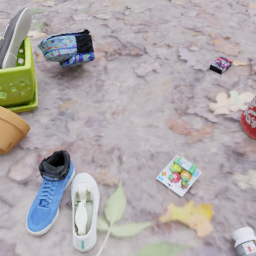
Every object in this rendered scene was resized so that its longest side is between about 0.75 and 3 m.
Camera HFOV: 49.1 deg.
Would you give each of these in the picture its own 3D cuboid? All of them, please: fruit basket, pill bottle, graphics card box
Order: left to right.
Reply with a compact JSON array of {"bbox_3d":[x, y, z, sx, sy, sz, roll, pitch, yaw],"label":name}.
[{"bbox_3d":[1.705,1.550,9.364,1.066,0.539,1.151,34,58,28],"label":"fruit basket"},{"bbox_3d":[4.659,-3.147,13.997,0.697,0.283,1.112,36,57,28],"label":"graphics card box"},{"bbox_3d":[3.316,3.371,7.508,0.714,0.714,1.226,-6,47,-6],"label":"pill bottle"}]

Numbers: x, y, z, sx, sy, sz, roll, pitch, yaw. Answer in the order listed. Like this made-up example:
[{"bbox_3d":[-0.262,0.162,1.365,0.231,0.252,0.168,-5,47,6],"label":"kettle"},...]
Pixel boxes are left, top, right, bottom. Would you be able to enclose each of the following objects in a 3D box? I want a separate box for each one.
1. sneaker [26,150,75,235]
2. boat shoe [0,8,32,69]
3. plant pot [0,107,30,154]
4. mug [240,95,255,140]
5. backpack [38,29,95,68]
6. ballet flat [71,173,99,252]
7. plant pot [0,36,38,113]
[{"bbox_3d":[-2.407,1.803,8.492,0.983,1.424,2.561,13,48,12],"label":"sneaker"},{"bbox_3d":[-4.627,-3.512,10.973,0.823,0.965,2.888,14,78,4],"label":"boat shoe"},{"bbox_3d":[-4.603,0.134,10.051,1.753,1.753,1.227,16,66,14],"label":"plant pot"},{"bbox_3d":[5.664,-0.943,10.029,2.416,2.722,1.816,-4,56,-2],"label":"mug"},{"bbox_3d":[-2.913,-3.599,13.013,2.214,1.490,2.022,-20,13,-38],"label":"backpack"},{"bbox_3d":[-1.316,2.284,8.438,0.913,0.913,2.629,-5,46,-4],"label":"ballet flat"},{"bbox_3d":[-5.047,-2.033,11.500,2.605,2.364,2.592,-11,47,-10],"label":"plant pot"}]
